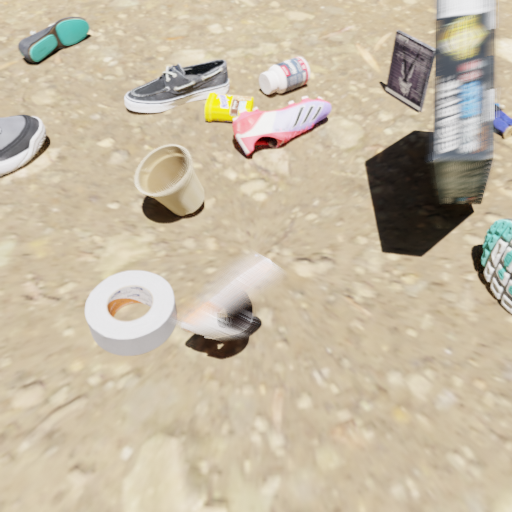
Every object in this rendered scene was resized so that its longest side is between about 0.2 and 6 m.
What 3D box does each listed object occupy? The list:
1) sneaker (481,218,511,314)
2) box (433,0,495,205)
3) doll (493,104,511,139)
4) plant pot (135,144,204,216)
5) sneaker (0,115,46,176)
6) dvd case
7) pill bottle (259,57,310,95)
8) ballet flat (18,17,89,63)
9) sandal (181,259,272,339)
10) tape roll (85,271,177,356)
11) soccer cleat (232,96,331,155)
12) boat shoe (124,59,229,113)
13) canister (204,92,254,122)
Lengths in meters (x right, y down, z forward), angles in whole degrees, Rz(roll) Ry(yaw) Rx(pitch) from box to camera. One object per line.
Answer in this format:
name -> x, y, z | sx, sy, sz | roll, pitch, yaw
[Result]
sneaker -> 4.369, 0.561, 7.557 | 1.349, 1.147, 2.957 | -13, 51, -31
box -> 2.925, -2.158, 7.915 | 0.699, 3.040, 2.416 | 1, 86, 20
doll -> 4.624, -2.786, 11.076 | 0.854, 0.303, 1.252 | -19, 50, -18
plant pot -> -1.288, -1.122, 8.931 | 0.959, 0.878, 0.959 | -11, 58, 18
sneaker -> -5.227, -2.129, 9.414 | 3.157, 1.797, 1.191 | -27, 52, -23
dvd case -> 3.058, -3.669, 11.191 | 0.108, 1.353, 1.006 | -26, 51, -23
pill bottle -> 0.587, -3.775, 11.819 | 0.991, 0.593, 0.593 | -28, 53, -23
ballet flat -> -4.778, -5.128, 13.089 | 0.687, 0.687, 1.882 | 26, 54, 23
sandal -> -0.290, 0.654, 6.548 | 0.700, 1.828, 0.524 | -32, 85, -39
tape roll -> -1.693, 0.761, 7.647 | 1.197, 0.395, 1.197 | 0, 46, 0
soccer cleat -> 0.547, -2.464, 10.632 | 2.131, 0.711, 0.815 | -16, 86, -26
boat shoe -> -1.625, -3.552, 11.480 | 2.250, 0.763, 0.807 | -15, 48, -14
canister -> -0.528, -2.946, 11.178 | 0.898, 0.389, 0.667 | 6, 47, 4
